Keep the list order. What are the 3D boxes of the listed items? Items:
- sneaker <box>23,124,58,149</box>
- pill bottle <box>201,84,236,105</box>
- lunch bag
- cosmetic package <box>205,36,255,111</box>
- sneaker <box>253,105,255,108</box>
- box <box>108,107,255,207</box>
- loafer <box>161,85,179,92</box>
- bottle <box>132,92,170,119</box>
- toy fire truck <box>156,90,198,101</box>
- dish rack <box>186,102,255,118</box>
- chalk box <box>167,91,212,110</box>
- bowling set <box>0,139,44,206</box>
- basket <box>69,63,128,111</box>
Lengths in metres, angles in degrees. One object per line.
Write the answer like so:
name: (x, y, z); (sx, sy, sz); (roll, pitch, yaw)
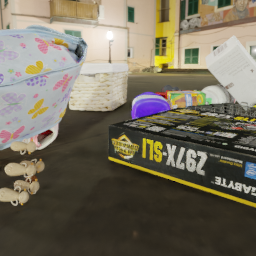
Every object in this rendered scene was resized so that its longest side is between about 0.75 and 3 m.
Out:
sneaker: (-2.161, 0.124, 5.700); (1.517, 0.571, 0.793); (-10, 25, -16)
pill bottle: (3.055, -1.007, 9.802); (0.984, 0.984, 1.778); (9, 16, 36)
lunch bag: (-1.753, -0.740, 4.847); (2.045, 1.734, 1.300); (-27, 70, -43)
cosmetic package: (3.380, -1.598, 8.425); (1.064, 2.093, 0.775); (-37, 25, 33)
sneaker: (6.167, -1.246, 10.747); (2.744, 1.076, 0.905); (3, 11, 8)
box: (1.360, 0.246, 4.495); (2.721, 0.671, 2.172); (12, 17, 39)
loafer: (2.016, -1.702, 13.931); (0.637, 0.727, 2.022); (-16, -2, 29)
bottle: (0.645, -0.615, 8.427); (1.044, 0.816, 2.500); (0, 13, 2)
toy fire truck: (2.270, -1.302, 12.076); (2.293, 0.559, 1.617); (0, 13, -1)
dish rack: (2.745, -0.172, 6.928); (1.932, 0.687, 2.519); (-8, 16, -26)
chalk box: (1.961, -0.711, 8.791); (1.375, 0.855, 0.851); (-1, 13, 2)
bowling set: (-1.295, 0.603, 3.729); (0.455, 0.847, 0.589); (0, -18, 22)
basket: (-1.154, -1.715, 11.220); (1.915, 1.743, 2.826); (2, 12, 12)
